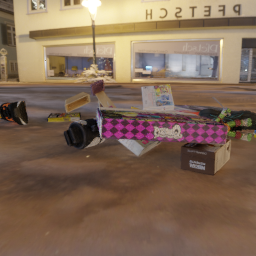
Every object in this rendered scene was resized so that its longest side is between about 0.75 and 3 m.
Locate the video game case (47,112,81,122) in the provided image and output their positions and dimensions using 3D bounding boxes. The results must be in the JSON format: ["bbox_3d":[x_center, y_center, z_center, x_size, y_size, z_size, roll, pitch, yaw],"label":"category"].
[{"bbox_3d":[-2.803,-0.495,12.492,1.385,0.195,1.532,-2,11,-10],"label":"video game case"}]

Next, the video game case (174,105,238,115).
[{"bbox_3d":[3.587,-0.877,13.622,2.904,0.275,2.074,0,11,-21],"label":"video game case"}]

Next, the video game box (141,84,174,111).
[{"bbox_3d":[1.107,-1.137,10.584,1.122,0.288,1.231,-6,47,5],"label":"video game box"}]

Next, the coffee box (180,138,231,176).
[{"bbox_3d":[1.811,0.578,6.450,0.768,0.535,1.342,8,14,33],"label":"coffee box"}]

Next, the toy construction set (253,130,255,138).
[{"bbox_3d":[4.793,0.079,8.647,1.527,0.703,1.001,-17,16,-17],"label":"toy construction set"}]

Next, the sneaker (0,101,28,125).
[{"bbox_3d":[-4.772,-0.574,11.390,1.211,0.941,2.690,-11,10,-16],"label":"sneaker"}]

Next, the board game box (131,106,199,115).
[{"bbox_3d":[1.491,-0.568,12.001,1.971,0.519,2.575,-4,12,-20],"label":"board game box"}]

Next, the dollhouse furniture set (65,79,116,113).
[{"bbox_3d":[-1.874,-0.910,14.592,2.426,1.922,1.722,-27,63,-17],"label":"dollhouse furniture set"}]

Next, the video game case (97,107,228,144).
[{"bbox_3d":[0.603,-0.118,6.782,2.662,0.477,2.413,3,9,-9],"label":"video game case"}]

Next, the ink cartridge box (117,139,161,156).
[{"bbox_3d":[0.182,0.092,7.843,1.342,0.337,1.546,38,25,16],"label":"ink cartridge box"}]

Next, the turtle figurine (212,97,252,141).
[{"bbox_3d":[3.049,-0.045,8.403,1.381,1.424,1.025,4,45,-2],"label":"turtle figurine"}]

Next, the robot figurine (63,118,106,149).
[{"bbox_3d":[-1.159,0.162,7.901,0.959,0.796,1.276,22,23,36],"label":"robot figurine"}]

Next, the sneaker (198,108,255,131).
[{"bbox_3d":[3.377,-0.091,9.373,2.120,0.799,0.840,5,47,25],"label":"sneaker"}]
